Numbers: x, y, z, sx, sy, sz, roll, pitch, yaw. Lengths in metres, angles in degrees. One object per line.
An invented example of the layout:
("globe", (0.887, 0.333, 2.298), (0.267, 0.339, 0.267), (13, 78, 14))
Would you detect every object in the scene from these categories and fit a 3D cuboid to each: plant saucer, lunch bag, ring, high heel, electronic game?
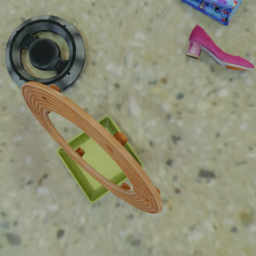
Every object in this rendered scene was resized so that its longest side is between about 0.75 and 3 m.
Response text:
("plant saucer", (-0.730, 0.811, 7.481), (1.711, 0.410, 1.713), (-35, 85, -3))
("lunch bag", (2.344, -4.029, 7.893), (1.884, 0.886, 1.418), (30, 86, 15))
("ring", (-0.546, 0.329, 4.308), (2.730, 2.730, 0.262), (42, 69, 4))
("high heel", (2.602, -2.193, 7.698), (1.904, 0.641, 0.913), (19, 95, 15))
("electronic game", (-2.292, -2.025, 7.746), (2.249, 0.468, 2.249), (0, 86, 3))
